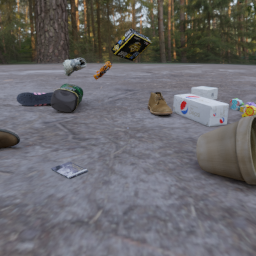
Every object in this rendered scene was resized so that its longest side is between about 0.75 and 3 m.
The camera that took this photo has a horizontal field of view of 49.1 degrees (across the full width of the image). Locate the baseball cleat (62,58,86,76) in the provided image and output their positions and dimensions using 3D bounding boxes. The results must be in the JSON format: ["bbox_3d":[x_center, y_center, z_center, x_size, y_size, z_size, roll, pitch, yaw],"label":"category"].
[{"bbox_3d":[-2.379,-2.700,12.459,1.045,0.684,1.963,-12,13,-10],"label":"baseball cleat"}]

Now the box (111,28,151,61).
[{"bbox_3d":[0.104,-2.384,8.133,0.829,0.256,1.038,-38,-17,26],"label":"box"}]

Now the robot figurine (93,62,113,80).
[{"bbox_3d":[-1.028,-2.419,11.691,0.963,0.280,0.698,-33,23,38],"label":"robot figurine"}]

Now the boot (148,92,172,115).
[{"bbox_3d":[1.382,-1.111,12.636,0.823,0.843,2.235,-2,18,-13],"label":"boot"}]

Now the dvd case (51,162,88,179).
[{"bbox_3d":[-1.423,1.015,6.800,0.761,0.061,0.566,15,22,41],"label":"dvd case"}]

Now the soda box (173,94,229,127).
[{"bbox_3d":[2.913,-0.802,11.577,0.887,0.829,2.605,-7,17,-21],"label":"soda box"}]

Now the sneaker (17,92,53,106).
[{"bbox_3d":[-4.537,-1.431,14.270,2.064,0.724,0.847,1,-2,-1],"label":"sneaker"}]

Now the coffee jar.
[{"bbox_3d":[-2.869,-1.451,13.303,1.214,0.994,2.329,14,16,-6],"label":"coffee jar"}]

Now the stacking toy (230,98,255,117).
[{"bbox_3d":[5.267,-1.033,12.809,1.896,0.591,2.515,-9,18,-29],"label":"stacking toy"}]

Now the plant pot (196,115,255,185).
[{"bbox_3d":[2.347,0.521,6.406,1.305,1.504,1.504,-7,9,39],"label":"plant pot"}]

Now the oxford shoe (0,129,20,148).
[{"bbox_3d":[-4.013,0.449,8.009,1.741,0.633,0.735,-3,34,-5],"label":"oxford shoe"}]

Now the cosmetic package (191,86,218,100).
[{"bbox_3d":[4.291,-1.946,15.755,1.065,0.657,1.069,-14,20,-40],"label":"cosmetic package"}]
